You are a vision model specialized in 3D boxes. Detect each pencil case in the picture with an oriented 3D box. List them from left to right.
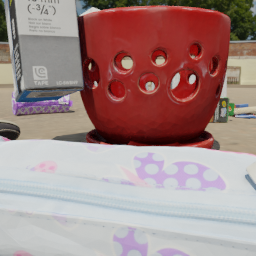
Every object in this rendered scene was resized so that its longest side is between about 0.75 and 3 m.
[{"bbox_3d":[-3.639,-1.081,11.907,2.491,1.045,1.065,-7,30,-29],"label":"pencil case"},{"bbox_3d":[0.008,0.613,1.945,2.608,1.084,1.183,2,-9,14],"label":"pencil case"}]

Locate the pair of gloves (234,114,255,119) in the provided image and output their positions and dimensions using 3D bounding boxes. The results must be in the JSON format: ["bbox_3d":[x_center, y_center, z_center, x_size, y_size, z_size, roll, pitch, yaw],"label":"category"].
[{"bbox_3d":[4.554,-0.477,10.930,0.790,0.112,0.982,3,10,18],"label":"pair of gloves"}]

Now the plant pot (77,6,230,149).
[{"bbox_3d":[0.408,-0.729,5.328,2.807,2.556,2.807,0,9,0],"label":"plant pot"}]

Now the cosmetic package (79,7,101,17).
[{"bbox_3d":[-1.382,-4.252,11.165,0.677,0.673,0.809,29,57,23],"label":"cosmetic package"}]

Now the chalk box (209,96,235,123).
[{"bbox_3d":[3.001,-0.671,9.851,1.415,0.883,0.877,1,11,-3],"label":"chalk box"}]

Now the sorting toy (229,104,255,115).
[{"bbox_3d":[3.986,-0.825,11.859,2.630,0.387,1.944,-7,9,-31],"label":"sorting toy"}]

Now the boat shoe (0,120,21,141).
[{"bbox_3d":[-3.122,0.299,5.805,2.056,0.747,0.645,-5,53,-54],"label":"boat shoe"}]

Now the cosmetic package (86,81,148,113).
[{"bbox_3d":[-0.533,-1.233,11.351,2.876,1.462,1.065,11,16,44],"label":"cosmetic package"}]

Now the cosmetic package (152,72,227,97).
[{"bbox_3d":[2.711,-1.896,13.154,2.883,1.772,2.874,1,2,-3],"label":"cosmetic package"}]

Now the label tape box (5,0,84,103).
[{"bbox_3d":[-1.512,-1.921,4.624,0.900,2.843,2.050,-6,3,-25],"label":"label tape box"}]
